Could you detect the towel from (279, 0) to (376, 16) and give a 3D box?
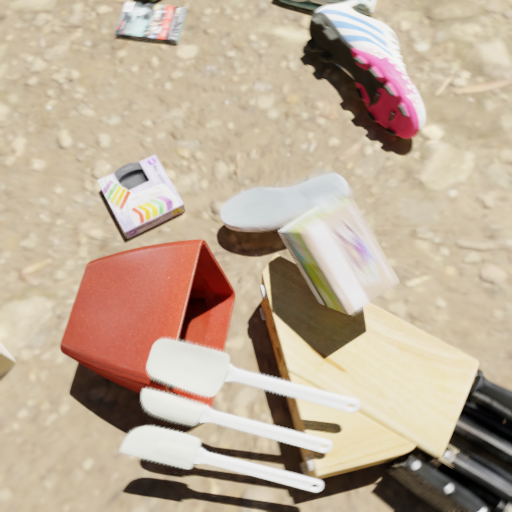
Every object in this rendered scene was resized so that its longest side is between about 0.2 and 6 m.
[{"bbox_3d":[1.532,-5.582,11.178,2.020,0.486,1.729,19,64,8],"label":"towel"}]

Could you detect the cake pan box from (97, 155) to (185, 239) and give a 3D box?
[{"bbox_3d":[-1.890,-0.996,9.196,1.074,0.305,1.166,-25,68,-13],"label":"cake pan box"}]

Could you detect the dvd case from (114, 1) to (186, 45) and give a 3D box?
[{"bbox_3d":[-2.039,-4.528,10.875,1.232,0.136,0.899,8,66,2],"label":"dvd case"}]

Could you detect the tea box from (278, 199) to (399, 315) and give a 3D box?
[{"bbox_3d":[0.935,-0.012,6.643,0.738,1.087,1.105,-32,98,-9],"label":"tea box"}]

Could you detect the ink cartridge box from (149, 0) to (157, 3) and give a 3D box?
[{"bbox_3d":[-2.282,-5.783,11.017,0.517,0.912,1.245,-37,70,-14],"label":"ink cartridge box"}]

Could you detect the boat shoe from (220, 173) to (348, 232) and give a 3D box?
[{"bbox_3d":[0.469,-0.679,8.673,1.978,0.661,0.728,-11,62,10],"label":"boat shoe"}]

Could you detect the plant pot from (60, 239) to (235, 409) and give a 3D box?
[{"bbox_3d":[-1.449,0.940,7.568,1.679,1.904,1.906,6,65,14],"label":"plant pot"}]

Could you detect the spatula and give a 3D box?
[{"bbox_3d":[-0.146,1.831,6.116,2.373,0.191,1.650,17,109,-8],"label":"spatula"}]

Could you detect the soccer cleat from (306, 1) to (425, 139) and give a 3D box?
[{"bbox_3d":[2.179,-3.436,9.869,1.332,1.078,3.086,-29,70,-17],"label":"soccer cleat"}]

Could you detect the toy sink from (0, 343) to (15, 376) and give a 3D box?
[{"bbox_3d":[-4.146,1.198,7.508,0.875,1.563,1.019,-42,73,-17],"label":"toy sink"}]

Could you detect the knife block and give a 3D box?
[{"bbox_3d":[2.082,1.616,7.500,3.418,1.246,3.894,-13,66,-7],"label":"knife block"}]
